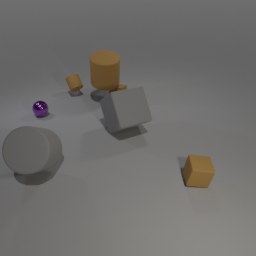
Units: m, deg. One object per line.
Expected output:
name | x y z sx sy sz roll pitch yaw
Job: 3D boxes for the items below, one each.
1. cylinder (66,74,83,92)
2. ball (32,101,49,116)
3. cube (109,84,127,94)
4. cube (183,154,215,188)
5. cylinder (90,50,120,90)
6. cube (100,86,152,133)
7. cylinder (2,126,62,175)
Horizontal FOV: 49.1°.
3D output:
cylinder | -2.763 -2.333 14.463 0.700 0.700 0.700 -24 -4 -2
ball | -3.933 -0.877 12.583 0.700 0.700 0.700 0 30 0
cube | -0.509 -1.816 14.216 0.700 0.700 0.700 12 24 20
cube | 2.165 1.325 8.620 0.700 0.700 0.700 8 37 -5
cylinder | -1.088 -2.736 13.296 1.400 1.400 1.400 2 42 -2
cube | -0.110 -0.700 11.111 1.400 1.400 1.400 -15 -2 -25
cylinder | -2.903 0.671 8.683 1.400 1.400 1.400 1 -3 2
